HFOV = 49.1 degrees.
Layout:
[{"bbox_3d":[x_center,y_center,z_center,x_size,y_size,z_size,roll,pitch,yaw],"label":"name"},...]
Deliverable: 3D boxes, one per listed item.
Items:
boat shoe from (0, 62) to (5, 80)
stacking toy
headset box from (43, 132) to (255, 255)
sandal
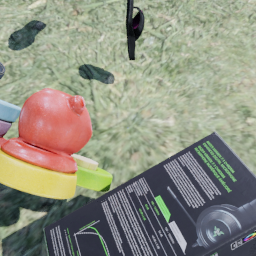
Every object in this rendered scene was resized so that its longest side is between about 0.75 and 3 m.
[{"bbox_3d":[-3.366,-1.673,5.642,0.689,2.227,0.834,-35,53,15],"label":"boat shoe"},{"bbox_3d":[-1.346,0.024,4.209,2.674,2.421,1.129,18,86,27],"label":"stacking toy"},{"bbox_3d":[0.623,1.490,3.550,2.444,2.128,1.134,-29,47,-2],"label":"headset box"},{"bbox_3d":[0.183,-2.531,7.053,0.437,1.826,0.686,-6,55,-2],"label":"sandal"}]
